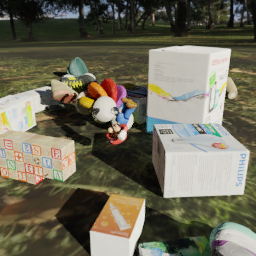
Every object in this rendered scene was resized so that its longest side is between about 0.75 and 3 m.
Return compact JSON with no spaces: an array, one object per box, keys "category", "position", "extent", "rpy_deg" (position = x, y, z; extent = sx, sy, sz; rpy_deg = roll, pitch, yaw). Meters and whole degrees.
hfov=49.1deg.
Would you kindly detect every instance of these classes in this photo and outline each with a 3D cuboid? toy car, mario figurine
[{"category":"toy car","position":[-0.718,-0.922,10.162],"extent":[1.846,1.582,2.109],"rpy_deg":[22,-6,46]},{"category":"mario figurine","position":[-0.264,-0.157,7.581],"extent":[0.691,1.303,0.804],"rpy_deg":[21,17,2]}]

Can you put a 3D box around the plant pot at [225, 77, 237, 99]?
[{"category":"plant pot","position":[5.261,-2.007,14.700],"extent":[0.999,0.999,1.066],"rpy_deg":[-4,37,-11]}]

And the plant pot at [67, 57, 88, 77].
[{"category":"plant pot","position":[-3.611,-4.028,19.510],"extent":[0.975,1.456,1.456],"rpy_deg":[-22,14,21]}]

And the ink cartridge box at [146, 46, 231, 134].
[{"category":"ink cartridge box","position":[2.073,-1.281,9.785],"extent":[2.125,2.910,2.135],"rpy_deg":[14,25,33]}]

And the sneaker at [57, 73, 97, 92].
[{"category":"sneaker","position":[-2.950,-2.320,15.459],"extent":[2.945,1.097,1.246],"rpy_deg":[5,25,37]}]

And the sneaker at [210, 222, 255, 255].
[{"category":"sneaker","position":[2.036,2.236,3.836],"extent":[1.925,0.748,1.346],"rpy_deg":[13,38,14]}]

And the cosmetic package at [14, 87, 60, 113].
[{"category":"cosmetic package","position":[-4.074,-1.324,12.881],"extent":[1.029,0.811,1.912],"rpy_deg":[11,23,30]}]

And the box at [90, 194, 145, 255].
[{"category":"box","position":[-0.149,1.773,5.081],"extent":[0.701,0.549,1.127],"rpy_deg":[6,21,14]}]

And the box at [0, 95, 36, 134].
[{"category":"box","position":[-4.290,-0.326,9.762],"extent":[1.038,1.153,2.049],"rpy_deg":[6,22,15]}]

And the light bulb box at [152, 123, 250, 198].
[{"category":"light bulb box","position":[1.660,0.720,6.984],"extent":[1.874,1.170,1.858],"rpy_deg":[-1,21,-4]}]

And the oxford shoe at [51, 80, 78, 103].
[{"category":"oxford shoe","position":[-2.662,-1.592,12.076],"extent":[0.776,0.809,2.192],"rpy_deg":[-22,-6,5]}]

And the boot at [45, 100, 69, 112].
[{"category":"boot","position":[-3.305,-0.993,12.794],"extent":[0.955,0.346,0.868],"rpy_deg":[-20,26,-28]}]

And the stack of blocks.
[{"category":"stack of blocks","position":[-2.278,0.770,6.948],"extent":[1.923,1.108,0.563],"rpy_deg":[8,22,20]}]

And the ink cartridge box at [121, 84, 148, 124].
[{"category":"ink cartridge box","position":[0.461,-1.194,12.176],"extent":[2.242,1.071,2.554],"rpy_deg":[-16,25,-38]}]

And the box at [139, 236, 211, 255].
[{"category":"box","position":[0.848,2.172,4.500],"extent":[1.213,0.220,0.875],"rpy_deg":[-2,21,-10]}]

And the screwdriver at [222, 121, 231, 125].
[{"category":"screwdriver","position":[3.246,-0.447,11.337],"extent":[0.334,0.320,2.294],"rpy_deg":[24,2,-43]}]
